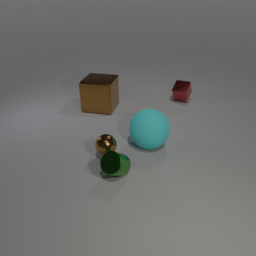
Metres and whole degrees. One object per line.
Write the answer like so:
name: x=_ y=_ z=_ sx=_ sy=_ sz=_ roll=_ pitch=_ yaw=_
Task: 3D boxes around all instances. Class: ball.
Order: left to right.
ball: x=-0.714 y=0.541 z=9.077 sx=0.700 sy=0.700 sz=0.700 roll=0 pitch=29 yaw=0
ball: x=0.741 y=0.030 z=9.718 sx=1.400 sy=1.400 sz=1.400 roll=0 pitch=29 yaw=0

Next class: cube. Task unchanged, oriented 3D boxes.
cube: x=-1.256 y=-1.565 z=12.576 sx=1.400 sy=1.400 sz=1.400 roll=6 pitch=29 yaw=12
cube: x=2.568 y=-1.767 z=13.330 sx=0.700 sy=0.700 sz=0.700 roll=13 pitch=59 yaw=27

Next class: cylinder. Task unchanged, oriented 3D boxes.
cylinder: x=-0.363 y=1.066 z=8.293 sx=0.700 sy=0.700 sz=0.700 roll=16 pitch=-6 yaw=26
